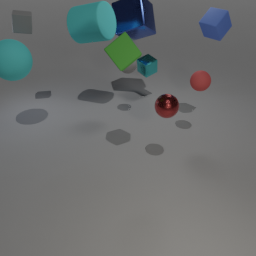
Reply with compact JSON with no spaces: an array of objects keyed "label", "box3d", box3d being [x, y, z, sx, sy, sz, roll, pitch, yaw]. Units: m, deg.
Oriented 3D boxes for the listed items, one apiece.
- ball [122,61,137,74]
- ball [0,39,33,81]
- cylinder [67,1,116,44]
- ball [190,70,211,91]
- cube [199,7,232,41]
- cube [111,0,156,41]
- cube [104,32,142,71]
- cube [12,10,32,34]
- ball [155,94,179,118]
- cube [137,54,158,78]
[{"label":"ball","box3d":[-0.012,-2.477,10.927,0.700,0.700,0.700,0,29,0]},{"label":"ball","box3d":[-4.029,-2.336,9.662,1.400,1.400,1.400,0,29,0]},{"label":"cylinder","box3d":[-1.383,-4.035,10.785,1.400,1.400,1.400,3,28,28]},{"label":"ball","box3d":[2.467,-1.602,9.532,0.700,0.700,0.700,0,29,0]},{"label":"cube","box3d":[2.927,-3.475,9.369,0.700,0.700,0.700,34,84,40]},{"label":"cube","box3d":[0.278,-4.798,12.314,1.400,1.400,1.400,-7,0,27]},{"label":"cube","box3d":[-0.119,-1.988,7.380,0.700,0.700,0.700,-38,8,8]},{"label":"cube","box3d":[-4.115,-4.127,10.903,0.700,0.700,0.700,-1,34,-18]},{"label":"ball","box3d":[1.109,-0.628,8.000,0.700,0.700,0.700,0,29,0]},{"label":"cube","box3d":[0.907,-2.934,13.187,0.700,0.700,0.700,-31,53,-20]}]
